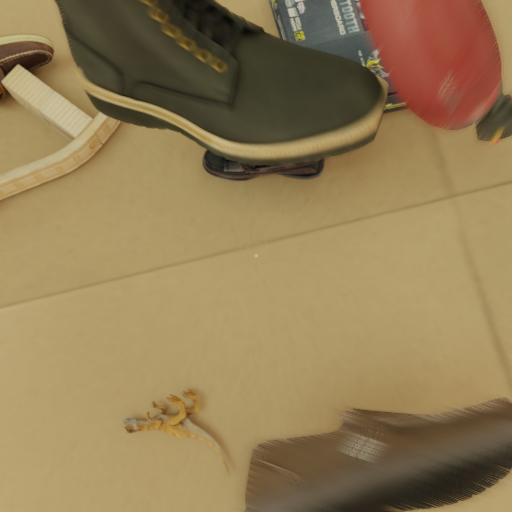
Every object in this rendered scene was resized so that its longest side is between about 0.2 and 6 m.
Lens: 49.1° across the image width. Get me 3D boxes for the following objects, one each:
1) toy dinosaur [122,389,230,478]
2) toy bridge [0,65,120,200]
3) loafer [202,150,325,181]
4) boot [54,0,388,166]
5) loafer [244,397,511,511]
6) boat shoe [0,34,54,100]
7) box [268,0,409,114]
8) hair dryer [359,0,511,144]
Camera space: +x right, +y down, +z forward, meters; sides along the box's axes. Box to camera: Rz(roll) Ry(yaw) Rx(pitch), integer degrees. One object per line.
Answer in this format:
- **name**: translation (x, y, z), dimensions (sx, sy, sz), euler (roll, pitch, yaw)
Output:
- **toy dinosaur**: translation (-0.954, 2.245, 7.408), dimensions (1.549, 0.468, 0.823), euler (14, 103, 7)
- **toy bridge**: translation (-2.961, -2.119, 8.232), dimensions (1.589, 0.643, 4.726), euler (36, 79, 7)
- **loafer**: translation (0.108, -1.462, 8.116), dimensions (1.810, 0.570, 0.651), euler (2, 77, 0)
- **boot**: translation (-0.528, -2.144, 5.179), dimensions (3.471, 2.401, 1.344), euler (10, 65, 14)
- **loafer**: translation (1.239, 1.847, 5.437), dimensions (2.968, 1.084, 1.054), euler (-13, 45, -5)
- **boat shoe**: translation (-3.984, -2.612, 8.329), dimensions (2.178, 0.786, 0.784), euler (-17, 86, 0)
- **box**: translation (1.428, -3.342, 8.507), dimensions (2.001, 0.647, 2.538), euler (-13, 78, -4)
- **hair dryer**: translation (1.590, -2.459, 5.610), dimensions (0.955, 3.515, 2.677), euler (-28, 77, 23)
